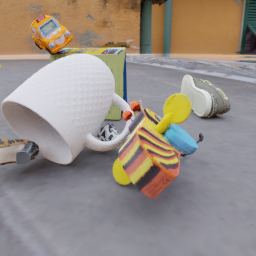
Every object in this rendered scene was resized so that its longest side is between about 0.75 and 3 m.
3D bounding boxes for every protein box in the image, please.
[{"bbox_3d":[-1.063,-1.348,8.268,1.884,1.871,1.271,2,24,9],"label":"protein box"}]

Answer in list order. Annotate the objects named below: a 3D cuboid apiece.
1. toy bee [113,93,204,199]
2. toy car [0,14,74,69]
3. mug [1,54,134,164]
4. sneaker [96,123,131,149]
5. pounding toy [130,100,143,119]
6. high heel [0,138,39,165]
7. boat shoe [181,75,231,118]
[{"bbox_3d":[0.312,0.202,4.427,1.332,1.605,2.451,42,-2,10],"label":"toy bee"},{"bbox_3d":[-2.831,-2.135,7.370,2.657,0.884,1.303,-30,44,-4],"label":"toy car"},{"bbox_3d":[-0.874,-0.361,5.150,2.049,1.513,1.797,30,57,10],"label":"mug"},{"bbox_3d":[-0.273,0.113,5.719,0.915,0.365,0.595,-16,47,34],"label":"sneaker"},{"bbox_3d":[0.379,-0.361,6.979,0.599,0.597,1.044,-10,39,1],"label":"pounding toy"},{"bbox_3d":[-2.253,0.355,4.626,1.464,0.523,1.044,9,3,-10],"label":"high heel"},{"bbox_3d":[2.401,-1.072,9.143,0.834,0.997,2.790,1,23,-6],"label":"boat shoe"}]
